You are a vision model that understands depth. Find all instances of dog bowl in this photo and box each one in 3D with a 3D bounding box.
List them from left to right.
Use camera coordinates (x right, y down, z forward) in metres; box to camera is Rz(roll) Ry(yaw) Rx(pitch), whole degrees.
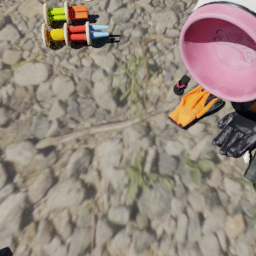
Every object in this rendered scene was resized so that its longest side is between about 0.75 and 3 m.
[{"bbox_3d":[2.033,-1.524,5.444,2.393,2.393,0.882,40,71,18],"label":"dog bowl"}]

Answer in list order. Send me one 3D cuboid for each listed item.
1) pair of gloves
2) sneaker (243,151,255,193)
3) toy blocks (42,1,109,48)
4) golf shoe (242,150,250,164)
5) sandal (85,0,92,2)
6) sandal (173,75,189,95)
[{"bbox_3d":[2.678,-0.393,8.145,2.501,0.309,2.228,37,68,24],"label":"pair of gloves"},{"bbox_3d":[3.645,1.089,7.402,0.812,0.467,1.557,31,72,15],"label":"sneaker"},{"bbox_3d":[-1.757,-3.589,9.590,2.141,0.777,1.784,-4,64,-2],"label":"toy blocks"},{"bbox_3d":[3.145,0.636,7.762,0.377,0.304,0.776,-10,58,17],"label":"golf shoe"},{"bbox_3d":[-1.143,-5.475,10.703,0.557,0.500,1.519,41,70,18],"label":"sandal"},{"bbox_3d":[1.672,-1.391,8.794,0.320,0.192,0.851,28,66,13],"label":"sandal"}]
